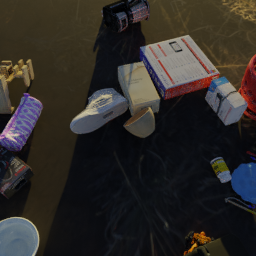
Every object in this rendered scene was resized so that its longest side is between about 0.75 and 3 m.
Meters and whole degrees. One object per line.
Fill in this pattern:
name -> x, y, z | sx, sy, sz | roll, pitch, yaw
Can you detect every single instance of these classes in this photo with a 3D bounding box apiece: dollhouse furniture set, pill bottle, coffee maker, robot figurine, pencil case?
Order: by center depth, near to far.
robot figurine -> 2.075, 3.736, 8.272 | 0.957, 0.384, 1.320 | 16, 57, 11
pill bottle -> 3.269, 1.472, 9.810 | 0.459, 0.459, 0.803 | -13, 56, -9
pencil case -> -4.065, -0.227, 10.684 | 0.951, 0.969, 2.266 | 4, 56, 13
dollhouse furniture set -> -5.254, -1.822, 11.876 | 2.009, 1.523, 2.293 | 0, 33, 0
coffee maker -> -0.241, -5.980, 14.653 | 2.109, 1.421, 2.026 | -31, 32, -21

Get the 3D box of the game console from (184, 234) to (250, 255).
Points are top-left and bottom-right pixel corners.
game console -> 2.569, 4.778, 7.611 | 2.529, 1.674, 2.876 | -36, 57, 12

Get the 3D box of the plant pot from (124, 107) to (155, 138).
plant pot -> 0.557, -0.116, 10.627 | 1.209, 1.209, 0.811 | -42, 103, -25

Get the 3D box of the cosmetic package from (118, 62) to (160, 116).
cosmetic package -> 0.415, -1.649, 11.775 | 1.178, 0.832, 2.275 | -14, 57, -10

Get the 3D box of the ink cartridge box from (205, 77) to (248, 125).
ink cartridge box -> 3.877, -1.071, 11.176 | 0.658, 1.130, 1.563 | -19, 57, -14

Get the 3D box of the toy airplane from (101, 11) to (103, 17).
toy airplane -> -1.055, -6.306, 15.179 | 0.834, 0.591, 0.837 | -30, 61, -19

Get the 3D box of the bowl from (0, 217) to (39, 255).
bowl -> -3.349, 3.528, 8.205 | 1.618, 0.727, 1.618 | 0, 54, 0

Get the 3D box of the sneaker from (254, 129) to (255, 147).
sneaker -> 5.409, 0.593, 10.391 | 1.693, 0.509, 0.883 | 35, 67, 26

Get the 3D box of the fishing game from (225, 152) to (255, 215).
fishing game -> 4.332, 1.883, 9.551 | 1.557, 0.338, 2.174 | 19, 61, 25

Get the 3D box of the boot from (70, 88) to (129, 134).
boot -> -1.322, -0.744, 11.210 | 2.567, 0.944, 1.227 | -26, 50, -24

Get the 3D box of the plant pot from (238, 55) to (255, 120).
plant pot -> 5.541, -1.474, 10.854 | 2.327, 2.119, 2.327 | 0, 54, 0

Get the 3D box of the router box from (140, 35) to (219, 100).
router box -> 2.224, -2.835, 12.665 | 2.566, 0.698, 2.859 | -17, 57, -11

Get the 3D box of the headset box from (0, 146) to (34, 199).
headset box -> -4.154, 1.557, 9.661 | 1.593, 0.597, 1.184 | 32, 61, 21
